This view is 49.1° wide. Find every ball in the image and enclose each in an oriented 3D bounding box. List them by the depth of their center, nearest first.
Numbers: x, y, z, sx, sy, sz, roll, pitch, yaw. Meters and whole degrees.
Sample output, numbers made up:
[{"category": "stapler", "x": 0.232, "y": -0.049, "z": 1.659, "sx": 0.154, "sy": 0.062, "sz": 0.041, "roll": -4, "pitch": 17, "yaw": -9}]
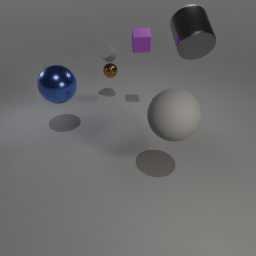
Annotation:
[{"category": "ball", "x": 1.212, "y": -0.344, "z": 7.454, "sx": 1.400, "sy": 1.400, "sz": 1.400, "roll": 0, "pitch": 31, "yaw": 0}, {"category": "ball", "x": -2.573, "y": -1.584, "z": 10.210, "sx": 1.400, "sy": 1.400, "sz": 1.400, "roll": 0, "pitch": 31, "yaw": 0}, {"category": "ball", "x": -0.847, "y": -2.763, "z": 13.449, "sx": 0.700, "sy": 0.700, "sz": 0.700, "roll": 0, "pitch": 31, "yaw": 0}]

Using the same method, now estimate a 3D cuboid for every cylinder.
[{"category": "cylinder", "x": 2.370, "y": -3.497, "z": 10.320, "sx": 1.400, "sy": 1.400, "sz": 1.400, "roll": -5, "pitch": 62, "yaw": -8}, {"category": "cylinder", "x": -0.950, "y": -3.441, "z": 12.825, "sx": 0.700, "sy": 0.700, "sz": 0.700, "roll": 10, "pitch": 2, "yaw": 15}]

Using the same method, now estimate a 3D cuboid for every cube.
[{"category": "cube", "x": 0.528, "y": -3.530, "z": 11.288, "sx": 0.700, "sy": 0.700, "sz": 0.700, "roll": -3, "pitch": 48, "yaw": -2}]
